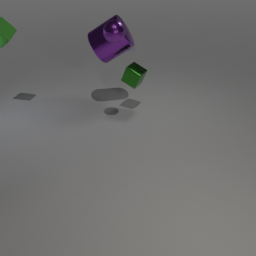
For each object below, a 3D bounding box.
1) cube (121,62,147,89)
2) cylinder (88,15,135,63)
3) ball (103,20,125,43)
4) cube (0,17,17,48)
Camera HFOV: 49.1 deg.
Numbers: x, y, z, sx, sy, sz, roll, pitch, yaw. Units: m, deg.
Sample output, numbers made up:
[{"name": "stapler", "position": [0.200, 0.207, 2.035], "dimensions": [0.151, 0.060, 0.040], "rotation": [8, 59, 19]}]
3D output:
[{"name": "cube", "position": [0.256, -2.178, 11.574], "dimensions": [0.700, 0.700, 0.700], "rotation": [34, 41, 8]}, {"name": "cylinder", "position": [-0.671, -3.568, 11.299], "dimensions": [1.400, 1.400, 1.400], "rotation": [-26, 24, 19]}, {"name": "ball", "position": [-0.442, -3.064, 8.908], "dimensions": [0.700, 0.700, 0.700], "rotation": [0, 30, 0]}, {"name": "cube", "position": [-4.839, -3.637, 10.687], "dimensions": [0.700, 0.700, 0.700], "rotation": [-15, 47, 41]}]
